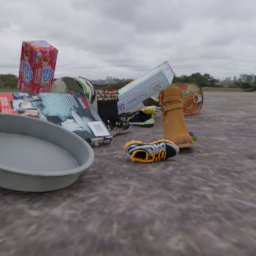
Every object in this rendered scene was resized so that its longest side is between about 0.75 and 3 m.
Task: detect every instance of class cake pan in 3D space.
[{"bbox_3d":[-1.636,0.334,4.490,2.173,0.399,2.173,18,15,-5],"label":"cake pan"}]

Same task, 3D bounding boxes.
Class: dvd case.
[{"bbox_3d":[-2.119,-0.201,6.935,2.944,0.324,2.149,-7,41,-30],"label":"dvd case"}]

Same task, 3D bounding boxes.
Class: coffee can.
[{"bbox_3d":[-2.856,-1.769,14.794,1.845,1.845,2.522,1,10,6],"label":"coffee can"}]

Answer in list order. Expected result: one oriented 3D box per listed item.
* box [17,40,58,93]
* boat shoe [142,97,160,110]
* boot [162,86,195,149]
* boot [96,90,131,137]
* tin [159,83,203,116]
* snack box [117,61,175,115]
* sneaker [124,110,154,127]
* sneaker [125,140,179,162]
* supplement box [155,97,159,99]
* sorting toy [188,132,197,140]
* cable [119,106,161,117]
[{"bbox_3d":[-2.753,-1.782,8.513,0.753,1.578,0.787,36,35,24],"label":"box"},{"bbox_3d":[1.648,-1.387,16.012,1.852,0.676,0.583,15,12,39],"label":"boat shoe"},{"bbox_3d":[1.202,-0.294,6.884,0.722,1.462,1.884,1,9,4],"label":"boot"},{"bbox_3d":[-0.432,-0.478,8.418,0.648,1.333,1.770,5,11,29],"label":"boot"},{"bbox_3d":[2.541,-1.373,13.307,2.744,1.536,0.574,-6,11,-37],"label":"tin"},{"bbox_3d":[0.455,-1.500,10.836,2.615,0.693,1.860,-29,15,24],"label":"snack box"},{"bbox_3d":[0.434,-0.370,10.147,1.372,0.568,0.492,8,12,42],"label":"sneaker"},{"bbox_3d":[0.480,0.503,5.538,1.080,0.423,0.417,-2,26,-4],"label":"sneaker"},{"bbox_3d":[2.647,-1.468,16.434,2.335,0.711,1.271,6,11,38],"label":"supplement box"},{"bbox_3d":[1.604,0.124,7.875,0.475,0.324,0.790,-3,10,-19],"label":"sorting toy"},{"bbox_3d":[0.349,-0.713,12.316,2.160,0.544,1.049,1,6,1],"label":"cable"}]
